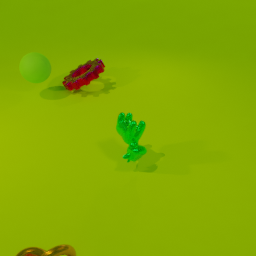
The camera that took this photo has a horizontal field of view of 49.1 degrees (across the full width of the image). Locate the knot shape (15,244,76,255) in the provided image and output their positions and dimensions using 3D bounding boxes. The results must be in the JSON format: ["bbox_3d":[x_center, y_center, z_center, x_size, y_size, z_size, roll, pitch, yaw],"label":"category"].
[{"bbox_3d":[-1.402,2.561,4.774,1.109,0.512,1.038,-2,79,-21],"label":"knot shape"}]

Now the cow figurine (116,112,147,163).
[{"bbox_3d":[0.051,0.272,7.335,0.626,1.122,1.140,-1,27,-43],"label":"cow figurine"}]

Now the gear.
[{"bbox_3d":[-1.724,-2.090,10.900,1.738,0.321,1.738,-22,32,15],"label":"gear"}]

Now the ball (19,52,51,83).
[{"bbox_3d":[-3.345,-2.173,10.139,1.097,1.097,1.097,0,36,0],"label":"ball"}]
